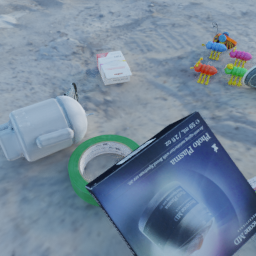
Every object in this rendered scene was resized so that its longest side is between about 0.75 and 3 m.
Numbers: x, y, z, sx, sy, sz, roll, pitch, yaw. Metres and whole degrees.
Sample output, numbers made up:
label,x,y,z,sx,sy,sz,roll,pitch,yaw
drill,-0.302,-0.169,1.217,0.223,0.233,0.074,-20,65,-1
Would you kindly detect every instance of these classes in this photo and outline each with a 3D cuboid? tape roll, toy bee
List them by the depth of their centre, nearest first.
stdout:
label,x,y,z,sx,sy,sz,roll,pitch,yaw
tape roll,-0.517,1.044,7.309,2.022,0.486,2.022,0,45,0
toy bee,4.031,-3.849,12.109,0.869,0.721,1.327,-19,73,-28

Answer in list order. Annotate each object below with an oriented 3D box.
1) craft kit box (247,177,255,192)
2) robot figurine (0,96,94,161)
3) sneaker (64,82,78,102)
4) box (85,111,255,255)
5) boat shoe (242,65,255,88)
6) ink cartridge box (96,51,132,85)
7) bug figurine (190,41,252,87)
label,x,y,z,sx,sy,sz,roll,pitch,yaw
craft kit box,4.018,1.861,6.551,2.142,0.520,2.116,-20,51,-18
robot figurine,-2.208,-0.015,7.696,2.534,1.431,2.149,-23,31,-22
sneaker,-1.921,-1.161,9.273,0.456,0.792,0.299,0,47,-1
box,0.814,1.274,4.923,2.228,1.373,2.210,-35,90,-15
boat shoe,5.335,-1.746,9.743,2.665,0.970,0.823,-6,42,-12
ink cartridge box,-0.523,-2.162,10.415,0.986,0.571,1.693,-11,45,-11
bug figurine,3.634,-2.589,10.757,2.065,0.685,2.663,18,48,16
